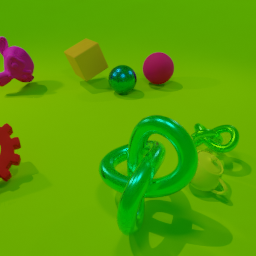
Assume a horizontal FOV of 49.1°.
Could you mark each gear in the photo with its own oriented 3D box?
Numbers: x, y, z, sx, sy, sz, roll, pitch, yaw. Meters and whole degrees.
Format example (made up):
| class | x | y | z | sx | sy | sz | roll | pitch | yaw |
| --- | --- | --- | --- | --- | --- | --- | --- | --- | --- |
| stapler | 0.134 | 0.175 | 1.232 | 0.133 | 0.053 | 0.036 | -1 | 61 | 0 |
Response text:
| class | x | y | z | sx | sy | sz | roll | pitch | yaw |
| --- | --- | --- | --- | --- | --- | --- | --- | --- | --- |
| gear | -2.800 | 0.470 | 5.305 | 1.437 | 0.266 | 1.437 | 6 | 64 | -13 |

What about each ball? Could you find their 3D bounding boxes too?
| class | x | y | z | sx | sy | sz | roll | pitch | yaw |
| --- | --- | --- | --- | --- | --- | --- | --- | --- | --- |
| ball | 1.030 | -2.026 | 9.511 | 1.069 | 1.069 | 1.069 | 0 | 30 | 0 |
| ball | -0.173 | -1.544 | 8.913 | 0.910 | 0.910 | 0.910 | 0 | 30 | 0 |

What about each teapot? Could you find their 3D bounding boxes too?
| class | x | y | z | sx | sy | sz | roll | pitch | yaw |
| --- | --- | --- | --- | --- | --- | --- | --- | --- | --- |
| teapot | 1.383 | 0.700 | 5.162 | 0.781 | 0.615 | 1.256 | -3 | 49 | -39 |

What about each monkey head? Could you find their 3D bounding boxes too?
| class | x | y | z | sx | sy | sz | roll | pitch | yaw |
| --- | --- | --- | --- | --- | --- | --- | --- | --- | --- |
| monkey head | -3.707 | -1.950 | 9.031 | 1.286 | 1.788 | 1.077 | -30 | 46 | -3 |

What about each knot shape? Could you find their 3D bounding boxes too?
| class | x | y | z | sx | sy | sz | roll | pitch | yaw |
| --- | --- | --- | --- | --- | --- | --- | --- | --- | --- |
| knot shape | 0.187 | 0.782 | 4.339 | 0.843 | 1.824 | 1.707 | 28 | 63 | -25 |
| knot shape | 1.698 | 0.173 | 5.844 | 1.051 | 0.485 | 0.983 | -2 | 11 | 4 |

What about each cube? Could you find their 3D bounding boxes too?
| class | x | y | z | sx | sy | sz | roll | pitch | yaw |
| --- | --- | --- | --- | --- | --- | --- | --- | --- | --- |
| cube | -1.402 | -2.306 | 9.431 | 0.939 | 0.939 | 0.939 | -36 | 40 | -14 |
